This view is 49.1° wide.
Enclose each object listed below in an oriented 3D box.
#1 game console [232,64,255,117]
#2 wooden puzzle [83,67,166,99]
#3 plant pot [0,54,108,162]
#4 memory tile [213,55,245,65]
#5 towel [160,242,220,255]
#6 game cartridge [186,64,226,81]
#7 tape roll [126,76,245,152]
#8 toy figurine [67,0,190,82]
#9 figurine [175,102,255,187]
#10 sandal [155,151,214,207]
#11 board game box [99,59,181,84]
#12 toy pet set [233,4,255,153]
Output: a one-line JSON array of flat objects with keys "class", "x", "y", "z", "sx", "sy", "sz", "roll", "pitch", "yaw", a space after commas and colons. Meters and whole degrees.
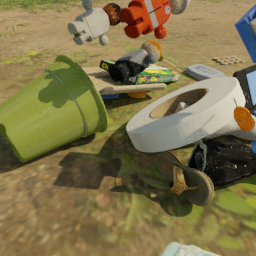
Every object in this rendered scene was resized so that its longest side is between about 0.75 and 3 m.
[{"class": "game console", "x": 4.370, "y": -1.010, "z": 8.163, "sx": 2.213, "sy": 1.946, "sz": 1.288, "roll": -22, "pitch": 11, "yaw": -31}, {"class": "wooden puzzle", "x": -0.425, "y": -1.481, "z": 9.260, "sx": 2.398, "sy": 0.599, "sz": 2.589, "roll": -9, "pitch": 28, "yaw": -32}, {"class": "plant pot", "x": -1.942, "y": -0.291, "z": 6.594, "sx": 2.062, "sy": 2.171, "sz": 2.171, "roll": -34, "pitch": 45, "yaw": -23}, {"class": "memory tile", "x": 4.401, "y": -2.973, "z": 12.220, "sx": 1.155, "sy": 0.097, "sz": 0.885, "roll": -10, "pitch": 34, "yaw": -15}, {"class": "towel", "x": 1.125, "y": 2.252, "z": 2.649, "sx": 2.431, "sy": 0.684, "sz": 2.840, "roll": 17, "pitch": 11, "yaw": 25}, {"class": "game cartridge", "x": 2.924, "y": -2.109, "z": 10.757, "sx": 0.893, "sy": 0.278, "sz": 1.341, "roll": -23, "pitch": 39, "yaw": -25}, {"class": "tape roll", "x": 1.274, "y": -0.383, "z": 6.606, "sx": 2.810, "sy": 0.513, "sz": 2.810, "roll": -26, "pitch": 16, "yaw": 8}, {"class": "toy figurine", "x": -0.071, "y": -2.503, "z": 6.176, "sx": 2.407, "sy": 2.370, "sz": 1.675, "roll": 43, "pitch": 64, "yaw": 14}, {"class": "figurine", "x": 2.433, "y": 0.326, "z": 6.467, "sx": 2.397, "sy": 1.058, "sz": 2.457, "roll": 3, "pitch": 32, "yaw": -10}, {"class": "sandal", "x": 0.982, "y": 0.989, "z": 5.540, "sx": 0.456, "sy": 0.678, "sz": 1.687, "roll": -4, "pitch": 25, "yaw": -31}, {"class": "board game box", "x": 0.522, "y": -1.937, "z": 9.561, "sx": 1.515, "sy": 0.339, "sz": 2.891, "roll": 31, "pitch": 26, "yaw": 27}, {"class": "toy pet set", "x": 2.603, "y": -1.043, "z": 4.664, "sx": 2.194, "sy": 2.048, "sz": 1.165, "roll": -30, "pitch": 20, "yaw": 21}]
